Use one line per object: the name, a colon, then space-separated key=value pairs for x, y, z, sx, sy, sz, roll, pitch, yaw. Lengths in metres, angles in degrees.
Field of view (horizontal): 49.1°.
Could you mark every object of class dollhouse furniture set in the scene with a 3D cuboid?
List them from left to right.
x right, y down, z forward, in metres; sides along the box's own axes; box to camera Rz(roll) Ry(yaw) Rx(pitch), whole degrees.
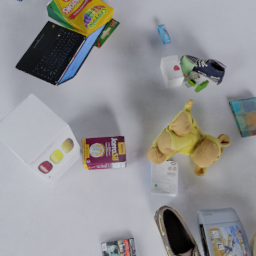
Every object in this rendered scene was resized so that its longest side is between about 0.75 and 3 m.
dollhouse furniture set: x=2.385 y=-2.041 z=10.854 sx=0.575 sy=0.745 sz=1.491 roll=-30 pitch=69 yaw=-31

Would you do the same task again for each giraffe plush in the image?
giraffe plush: x=2.183 y=0.569 z=9.483 sx=2.119 sy=2.255 sz=2.614 roll=39 pitch=38 yaw=3

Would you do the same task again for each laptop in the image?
laptop: x=-2.474 y=-2.965 z=10.174 sx=2.804 sy=1.448 sz=2.485 roll=24 pitch=70 yaw=7

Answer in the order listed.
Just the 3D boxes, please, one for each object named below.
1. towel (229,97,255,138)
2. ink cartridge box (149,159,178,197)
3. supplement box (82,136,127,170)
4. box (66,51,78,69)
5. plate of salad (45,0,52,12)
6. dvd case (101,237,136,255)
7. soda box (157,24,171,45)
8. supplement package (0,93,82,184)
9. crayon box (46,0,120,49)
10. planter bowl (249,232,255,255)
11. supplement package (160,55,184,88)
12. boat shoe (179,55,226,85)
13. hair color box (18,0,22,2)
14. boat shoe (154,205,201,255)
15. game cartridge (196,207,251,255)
towel: x=4.587 y=-0.423 z=10.602 sx=1.110 sy=0.164 sz=1.513 roll=-10 pitch=69 yaw=-3
ink cartridge box: x=1.226 y=1.616 z=9.612 sx=0.947 sy=0.530 sz=1.388 roll=4 pitch=69 yaw=2
supplement box: x=-0.823 y=0.882 z=9.768 sx=1.487 sy=0.768 sz=0.974 roll=-5 pitch=67 yaw=-2
box: x=-2.660 y=-2.790 z=11.237 sx=1.344 sy=0.690 sz=0.636 roll=-38 pitch=75 yaw=-15
plate of salad: x=-3.018 y=-5.299 z=12.409 sx=1.281 sy=0.308 sz=1.281 roll=3 pitch=60 yaw=-6
dvd case: x=-0.282 y=3.993 z=8.922 sx=1.078 sy=0.119 sz=0.787 roll=-8 pitch=69 yaw=-4
soda box: x=1.531 y=-3.982 z=11.911 sx=0.293 sy=0.277 sz=0.863 roll=-16 pitch=70 yaw=-6
supplement package: x=-2.670 y=0.480 z=8.822 sx=1.540 sy=2.813 sz=1.600 roll=40 pitch=74 yaw=14
crayon box: x=-1.815 y=-4.771 z=11.816 sx=2.674 sy=0.679 sz=1.697 roll=33 pitch=73 yaw=1
planter bowl: x=5.098 y=3.979 z=8.047 sx=2.635 sy=1.773 sz=2.635 roll=0 pitch=69 yaw=-1
supplement package: x=1.725 y=-2.214 z=11.037 sx=0.642 sy=0.634 sz=1.059 roll=-11 pitch=69 yaw=-4
boat shoe: x=2.953 y=-2.511 z=11.009 sx=1.931 sy=0.895 sz=0.721 roll=30 pitch=72 yaw=11
hair color box: x=-4.881 y=-6.706 z=12.828 sx=0.872 sy=0.528 sz=1.744 roll=22 pitch=70 yaw=8
boat shoe: x=1.690 y=3.773 z=8.599 sx=1.044 sy=0.865 sz=2.905 roll=-22 pitch=70 yaw=-8
game cartridge: x=3.027 y=3.635 z=8.671 sx=1.502 sy=0.468 sz=2.256 roll=-1 pitch=65 yaw=-16
